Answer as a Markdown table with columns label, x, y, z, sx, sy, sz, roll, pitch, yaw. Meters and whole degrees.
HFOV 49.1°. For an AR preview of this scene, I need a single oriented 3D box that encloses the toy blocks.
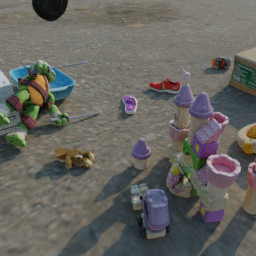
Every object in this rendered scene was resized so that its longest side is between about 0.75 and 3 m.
| label | x | y | z | sx | sy | sz | roll | pitch | yaw |
| --- | --- | --- | --- | --- | --- | --- | --- | --- | --- |
| toy blocks | 1.377 | 0.372 | 5.946 | 2.825 | 2.378 | 2.640 | -8 | 36 | -11 |

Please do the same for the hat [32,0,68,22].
| label | x | y | z | sx | sy | sz | roll | pitch | yaw |
| --- | --- | --- | --- | --- | --- | --- | --- | --- | --- |
| hat | -2.548 | -4.266 | 9.492 | 1.308 | 1.308 | 0.527 | -21 | 35 | -27 |

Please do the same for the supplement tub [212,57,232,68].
| label | x | y | z | sx | sy | sz | roll | pitch | yaw |
| --- | --- | --- | --- | --- | --- | --- | --- | --- | --- |
| supplement tub | 4.130 | -2.898 | 12.382 | 0.768 | 0.471 | 0.471 | 0 | 35 | 1 |

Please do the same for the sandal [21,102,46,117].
| label | x | y | z | sx | sy | sz | roll | pitch | yaw |
| --- | --- | --- | --- | --- | --- | --- | --- | --- | --- |
| sandal | -3.059 | -0.730 | 9.363 | 0.532 | 0.319 | 1.415 | 14 | 37 | 19 |

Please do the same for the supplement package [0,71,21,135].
| label | x | y | z | sx | sy | sz | roll | pitch | yaw |
| --- | --- | --- | --- | --- | --- | --- | --- | --- | --- |
| supplement package | -4.909 | -0.660 | 8.187 | 2.755 | 1.528 | 2.146 | -21 | 40 | -28 |

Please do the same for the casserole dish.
| label | x | y | z | sx | sy | sz | roll | pitch | yaw |
| --- | --- | --- | --- | --- | --- | --- | --- | --- | --- |
| casserole dish | -3.166 | -1.642 | 10.298 | 1.811 | 0.580 | 2.990 | -17 | 35 | -33 |

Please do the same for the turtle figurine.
| label | x | y | z | sx | sy | sz | roll | pitch | yaw |
| --- | --- | --- | --- | --- | --- | --- | --- | --- | --- |
| turtle figurine | -2.333 | -0.783 | 7.908 | 2.716 | 1.955 | 2.634 | 28 | 55 | 2 |

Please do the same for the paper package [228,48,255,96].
| label | x | y | z | sx | sy | sz | roll | pitch | yaw |
| --- | --- | --- | --- | --- | --- | --- | --- | --- | --- |
| paper package | 5.523 | -2.019 | 10.373 | 2.393 | 1.299 | 2.511 | -21 | 41 | -28 |

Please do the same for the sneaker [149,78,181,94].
| label | x | y | z | sx | sy | sz | roll | pitch | yaw |
| --- | --- | --- | --- | --- | --- | --- | --- | --- | --- |
| sneaker | 1.392 | -1.652 | 10.533 | 1.198 | 0.509 | 0.461 | 8 | 35 | 12 |

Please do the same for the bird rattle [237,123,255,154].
| label | x | y | z | sx | sy | sz | roll | pitch | yaw |
| --- | --- | --- | --- | --- | --- | --- | --- | --- | --- |
| bird rattle | 3.888 | 0.097 | 7.545 | 1.822 | 1.259 | 2.234 | -9 | 29 | 16 |

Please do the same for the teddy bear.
| label | x | y | z | sx | sy | sz | roll | pitch | yaw |
| --- | --- | --- | --- | --- | --- | --- | --- | --- | --- |
| teddy bear | -1.374 | 0.781 | 7.227 | 1.043 | 0.348 | 0.756 | 1 | 41 | -12 |

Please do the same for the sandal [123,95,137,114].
| label | x | y | z | sx | sy | sz | roll | pitch | yaw |
| --- | --- | --- | --- | --- | --- | --- | --- | --- | --- |
| sandal | 0.095 | -0.894 | 9.613 | 0.504 | 0.304 | 1.237 | -4 | 35 | -5 |
